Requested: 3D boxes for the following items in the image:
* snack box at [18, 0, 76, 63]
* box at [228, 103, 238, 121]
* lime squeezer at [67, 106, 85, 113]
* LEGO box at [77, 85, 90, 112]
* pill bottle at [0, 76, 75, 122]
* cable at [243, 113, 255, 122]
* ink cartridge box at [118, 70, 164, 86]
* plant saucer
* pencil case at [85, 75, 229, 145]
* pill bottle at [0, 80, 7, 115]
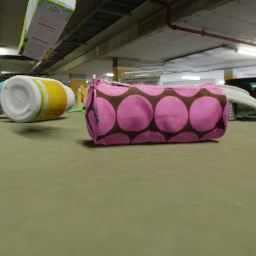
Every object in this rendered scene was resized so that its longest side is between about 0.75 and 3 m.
[{"bbox_3d":[-1.620,-2.977,5.936,0.684,2.581,1.836,15,-27,-29],"label":"snack box"},{"bbox_3d":[2.245,-0.607,10.035,2.723,0.677,2.147,-4,8,-39],"label":"box"},{"bbox_3d":[-2.423,-1.084,15.983,0.788,0.421,2.231,5,8,37],"label":"lime squeezer"},{"bbox_3d":[-2.548,-1.772,16.864,0.605,1.568,1.167,0,7,12],"label":"LEGO box"},{"bbox_3d":[-3.146,-1.066,10.390,1.536,1.536,2.765,2,6,18],"label":"pill bottle"},{"bbox_3d":[5.204,-0.350,9.947,2.301,0.579,1.117,-16,28,-21],"label":"cable"},{"bbox_3d":[0.406,-1.294,11.191,1.668,0.960,2.879,-6,-9,-9],"label":"ink cartridge box"},{"bbox_3d":[3.946,-1.147,11.216,2.987,0.750,2.987,16,-2,0],"label":"plant saucer"},{"bbox_3d":[0.525,-0.321,5.016,2.531,1.186,1.149,-2,17,-16],"label":"pencil case"},{"bbox_3d":[-4.879,-1.232,11.183,2.128,1.179,1.179,-17,1,18],"label":"pill bottle"}]
